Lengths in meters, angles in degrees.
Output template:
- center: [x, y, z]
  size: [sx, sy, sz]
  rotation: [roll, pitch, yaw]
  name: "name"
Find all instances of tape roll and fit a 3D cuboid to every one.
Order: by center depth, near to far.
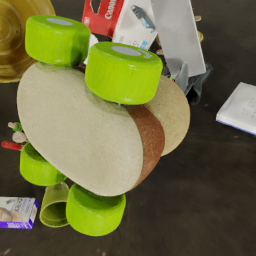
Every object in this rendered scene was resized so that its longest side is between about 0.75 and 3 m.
- center: [1.090, -2.112, 5.945]
  size: [0.693, 2.098, 2.098]
  rotation: [-13, 43, 17]
  name: "tape roll"

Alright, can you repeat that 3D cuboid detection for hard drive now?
- center: [4.367, -0.337, 8.131]
  size: [2.943, 0.373, 1.941]
  rotation: [24, 50, 28]
  name: "hard drive"

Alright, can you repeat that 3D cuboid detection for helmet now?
- center: [-0.161, -4.402, 11.258]
  size: [1.985, 1.985, 1.892]
  rotation: [13, 44, 13]
  name: "helmet"

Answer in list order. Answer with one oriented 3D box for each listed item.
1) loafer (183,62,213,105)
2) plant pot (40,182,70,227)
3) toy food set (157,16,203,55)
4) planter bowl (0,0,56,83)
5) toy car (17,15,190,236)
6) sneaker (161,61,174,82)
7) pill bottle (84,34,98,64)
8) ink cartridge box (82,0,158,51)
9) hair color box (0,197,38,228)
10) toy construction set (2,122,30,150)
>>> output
- center: [1.861, -1.124, 8.746]
  size: [0.990, 0.958, 2.820]
  rotation: [38, 60, 23]
  name: "loafer"
- center: [-1.544, 1.622, 6.215]
  size: [0.794, 0.794, 0.765]
  rotation: [-11, 35, -11]
  name: "plant pot"
- center: [2.119, -3.643, 11.532]
  size: [1.876, 0.545, 2.718]
  rotation: [4, 51, 14]
  name: "toy food set"
- center: [-3.009, -2.351, 6.509]
  size: [2.506, 2.506, 1.044]
  rotation: [-24, 23, -22]
  name: "planter bowl"
- center: [0.030, -0.280, 4.589]
  size: [2.348, 2.445, 2.977]
  rotation: [32, 33, 31]
  name: "toy car"
- center: [1.317, -2.033, 9.619]
  size: [0.972, 0.891, 2.321]
  rotation: [18, 47, 12]
  name: "sneaker"
- center: [-2.299, -3.258, 10.463]
  size: [1.379, 1.379, 2.445]
  rotation: [-33, 54, -28]
  name: "pill bottle"
- center: [-0.188, -3.762, 9.503]
  size: [2.609, 2.962, 0.662]
  rotation: [9, 68, -13]
  name: "ink cartridge box"
- center: [-2.613, 1.865, 6.199]
  size: [1.071, 0.347, 0.585]
  rotation: [0, 46, 3]
  name: "hair color box"
- center: [-1.914, 0.240, 7.368]
  size: [2.079, 1.598, 1.734]
  rotation: [-12, 75, 12]
  name: "toy construction set"
